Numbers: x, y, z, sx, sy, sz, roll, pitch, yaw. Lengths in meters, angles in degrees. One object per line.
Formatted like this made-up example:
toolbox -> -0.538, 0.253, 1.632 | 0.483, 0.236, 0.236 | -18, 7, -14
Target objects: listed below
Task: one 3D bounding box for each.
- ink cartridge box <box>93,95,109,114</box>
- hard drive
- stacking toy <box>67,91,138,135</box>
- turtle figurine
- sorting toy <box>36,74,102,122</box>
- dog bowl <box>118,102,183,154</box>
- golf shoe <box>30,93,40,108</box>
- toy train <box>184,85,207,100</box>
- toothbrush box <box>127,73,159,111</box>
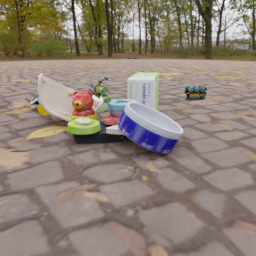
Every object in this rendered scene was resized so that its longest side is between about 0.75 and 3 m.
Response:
ink cartridge box -> -1.323, -1.350, 14.823 | 2.450, 0.587, 1.783 | -17, 24, -38
hard drive -> -0.918, 0.118, 10.356 | 2.203, 0.466, 1.486 | -3, 18, -10
stacking toy -> -0.947, -0.639, 10.096 | 2.673, 1.129, 2.420 | 1, 16, 4
turtle figurine -> -0.770, -1.477, 10.642 | 1.265, 0.911, 1.227 | 13, 23, -21
sorting toy -> -2.848, -1.201, 12.158 | 2.712, 1.449, 2.441 | 24, 6, -25
dog bowl -> 0.716, -0.034, 9.061 | 2.014, 0.793, 2.014 | 24, 18, -8
golf shoe -> -3.527, -1.248, 14.031 | 2.801, 1.081, 1.233 | 3, 31, 23
toy train -> 4.021, -2.113, 16.726 | 1.432, 0.816, 0.610 | -5, 18, -11
toothbrush box -> 0.734, -1.405, 12.675 | 1.153, 1.951, 2.679 | 3, 18, 9
